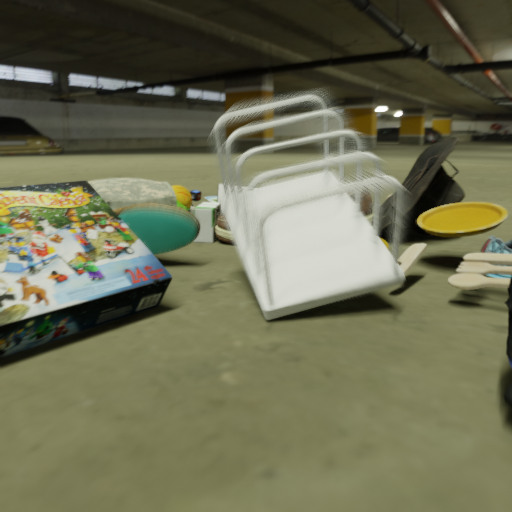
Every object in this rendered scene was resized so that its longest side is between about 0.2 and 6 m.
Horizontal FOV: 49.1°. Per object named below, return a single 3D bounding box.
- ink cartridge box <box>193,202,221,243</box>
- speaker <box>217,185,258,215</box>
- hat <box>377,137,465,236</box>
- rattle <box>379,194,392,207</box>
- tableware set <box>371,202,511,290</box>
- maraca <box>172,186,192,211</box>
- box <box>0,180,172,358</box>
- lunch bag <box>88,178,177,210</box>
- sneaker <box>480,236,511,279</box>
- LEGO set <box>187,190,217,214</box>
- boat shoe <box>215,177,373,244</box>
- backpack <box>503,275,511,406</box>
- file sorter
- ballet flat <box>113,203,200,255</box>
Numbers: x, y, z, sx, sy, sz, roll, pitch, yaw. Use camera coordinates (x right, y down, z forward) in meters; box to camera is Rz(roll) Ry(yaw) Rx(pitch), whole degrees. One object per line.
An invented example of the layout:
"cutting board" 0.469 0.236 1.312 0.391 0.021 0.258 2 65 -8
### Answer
"ink cartridge box" -1.011 -0.710 11.701 0.411 0.725 0.989 2 14 6
"speaker" 0.163 -1.120 12.765 2.130 0.865 0.865 5 13 -5
"hat" 3.658 -1.209 11.918 1.178 2.919 2.919 37 15 -1
"rattle" 3.479 -1.234 14.866 0.994 0.647 0.710 -35 15 -21
"tableware set" 2.582 -0.511 8.698 4.480 0.687 3.018 3 25 36
"maraca" -1.796 -1.296 12.895 0.705 0.550 1.028 39 14 -11
"box" -2.747 0.063 6.411 2.060 0.569 3.017 45 34 22
"lunch bag" -2.803 -1.077 12.202 1.715 1.230 2.092 -6 9 -23
"sneaker" 4.275 -0.027 8.538 1.697 0.810 0.673 -2 13 -7
"LEGO set" -1.407 -0.980 13.799 2.100 0.690 2.811 -8 26 -31
"boat shoe" 0.792 -1.022 11.610 3.377 1.249 1.247 -7 16 -15
"backpack" 4.573 -0.220 4.601 4.110 3.029 4.502 9 14 35
"file sorter" 0.569 -0.806 7.306 1.790 1.606 2.580 -14 40 -8
"ballet flat" -2.307 -0.410 9.382 2.711 0.919 0.981 -14 25 -3
